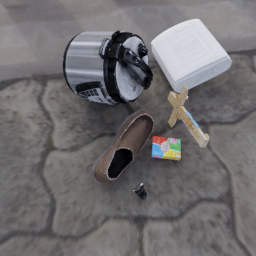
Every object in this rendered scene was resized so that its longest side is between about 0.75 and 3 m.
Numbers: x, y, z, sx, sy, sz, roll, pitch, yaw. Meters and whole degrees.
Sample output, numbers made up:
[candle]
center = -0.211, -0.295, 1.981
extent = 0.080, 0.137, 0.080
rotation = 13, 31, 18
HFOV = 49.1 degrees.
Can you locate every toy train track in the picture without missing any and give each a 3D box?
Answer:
[toy train track]
center = 1.746, -0.312, 7.956
extent = 0.380, 1.339, 2.334
rotation = 3, 37, -21

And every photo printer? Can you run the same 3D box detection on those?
[photo printer]
center = 1.928, -2.494, 9.252
extent = 1.959, 0.818, 2.355
rotation = -27, 57, 5

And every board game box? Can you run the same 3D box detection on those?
[board game box]
center = 1.105, 0.583, 8.104
extent = 0.813, 0.164, 0.622
rotation = 7, 60, -3

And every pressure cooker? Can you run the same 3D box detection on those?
[pressure cooker]
center = -0.455, -1.782, 8.165
extent = 2.349, 2.098, 2.066
rotation = 11, 31, 29

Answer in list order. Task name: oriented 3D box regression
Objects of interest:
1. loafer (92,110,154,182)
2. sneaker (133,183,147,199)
[loafer]
center = 0.035, 0.555, 7.648
extent = 0.872, 0.847, 2.387
rotation = 41, 76, -26
[sneaker]
center = 0.364, 1.652, 7.221
extent = 0.315, 0.833, 0.365
rotation = -38, 75, -4
